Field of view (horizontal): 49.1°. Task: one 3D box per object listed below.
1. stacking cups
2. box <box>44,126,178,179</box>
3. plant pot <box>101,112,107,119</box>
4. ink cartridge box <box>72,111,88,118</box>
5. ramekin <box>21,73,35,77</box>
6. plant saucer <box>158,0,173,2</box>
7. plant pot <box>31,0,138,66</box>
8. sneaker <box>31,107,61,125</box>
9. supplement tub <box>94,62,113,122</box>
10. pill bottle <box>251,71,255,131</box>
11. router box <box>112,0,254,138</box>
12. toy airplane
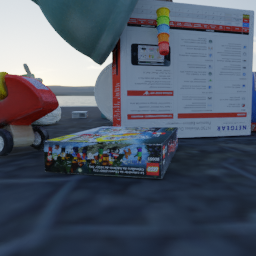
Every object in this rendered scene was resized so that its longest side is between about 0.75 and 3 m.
[{"bbox_3d":[0.599,-1.611,4.724,0.245,0.811,0.245,0,-13,0],"label":"stacking cups"},{"bbox_3d":[-0.051,0.217,3.486,1.198,0.331,1.754,1,6,15],"label":"box"},{"bbox_3d":[-0.436,-0.726,11.557,1.106,0.781,0.782,14,14,43],"label":"plant pot"},{"bbox_3d":[-2.101,-0.590,12.421,0.617,0.285,1.133,0,4,-3],"label":"ink cartridge box"},{"bbox_3d":[-5.630,-1.597,13.811,2.649,1.294,2.649,-22,7,3],"label":"ramekin"},{"bbox_3d":[0.779,-4.049,8.470,1.387,1.387,0.222,-4,-25,-38],"label":"plant saucer"},{"bbox_3d":[-0.758,-2.723,5.188,1.737,2.593,2.593,23,-1,-16],"label":"plant pot"},{"bbox_3d":[-2.885,-0.723,8.080,1.053,1.343,2.703,2,6,24],"label":"sneaker"},{"bbox_3d":[0.162,-1.027,8.235,1.905,1.905,2.634,1,5,11],"label":"supplement tub"},{"bbox_3d":[3.228,-0.629,6.697,2.571,1.443,1.443,1,5,17],"label":"pill bottle"},{"bbox_3d":[1.092,-1.076,5.561,2.806,2.519,0.686,-1,5,-16],"label":"router box"},{"bbox_3d":[-2.272,-0.476,4.138,2.243,1.590,2.253,-1,4,-21],"label":"toy airplane"}]
